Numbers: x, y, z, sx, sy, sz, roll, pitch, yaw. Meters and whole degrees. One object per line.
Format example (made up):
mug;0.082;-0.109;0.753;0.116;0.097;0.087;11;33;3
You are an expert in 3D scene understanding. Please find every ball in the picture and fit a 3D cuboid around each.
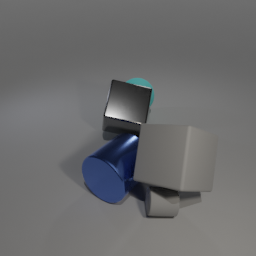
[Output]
ball;0.366;-1.323;11.362;1.400;1.400;1.400;0;30;0

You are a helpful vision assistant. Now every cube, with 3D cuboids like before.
cube;-0.059;-0.620;9.710;1.400;1.400;1.400;12;69;-3
cube;1.167;0.713;6.776;1.400;1.400;1.400;3;-8;43

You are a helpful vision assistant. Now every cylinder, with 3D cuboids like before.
cylinder;0.833;1.802;6.873;0.700;0.700;0.700;4;29;-6
cylinder;-0.277;1.045;7.565;1.400;1.400;1.400;19;35;29
